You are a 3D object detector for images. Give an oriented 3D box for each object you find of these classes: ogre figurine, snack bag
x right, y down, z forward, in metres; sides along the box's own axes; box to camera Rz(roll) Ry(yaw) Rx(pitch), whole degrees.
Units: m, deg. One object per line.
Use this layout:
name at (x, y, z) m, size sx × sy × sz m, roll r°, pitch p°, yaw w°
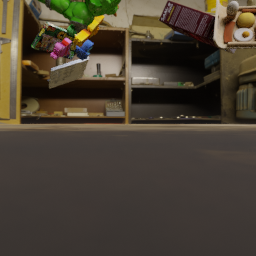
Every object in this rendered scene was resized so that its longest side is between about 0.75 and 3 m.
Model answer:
ogre figurine at (-0.673, -2.732, 5.248) m, size 2.171 × 1.302 × 1.065 m, roll -29°, pitch -4°, yaw -6°
snack bag at (-2.416, -2.154, 11.243) m, size 1.649 × 0.187 × 1.749 m, roll -26°, pitch -7°, yaw -25°

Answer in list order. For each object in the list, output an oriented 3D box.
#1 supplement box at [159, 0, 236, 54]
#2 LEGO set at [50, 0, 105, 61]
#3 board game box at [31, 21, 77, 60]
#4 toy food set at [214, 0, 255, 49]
supplement box at (2.803, -3.864, 10.749) m, size 2.853 × 0.869 × 1.553 m, roll 31°, pitch 18°, yaw 25°
LEGO set at (-1.497, -2.687, 8.137) m, size 1.018 × 1.095 × 2.669 m, roll 35°, pitch -40°, yaw -2°
board game box at (-2.396, -3.019, 9.884) m, size 0.222 × 0.992 × 1.893 m, roll 48°, pitch 23°, yaw 20°
toy food set at (3.963, -3.407, 8.838) m, size 2.342 × 1.680 × 0.707 m, roll 4°, pitch -20°, yaw 16°
